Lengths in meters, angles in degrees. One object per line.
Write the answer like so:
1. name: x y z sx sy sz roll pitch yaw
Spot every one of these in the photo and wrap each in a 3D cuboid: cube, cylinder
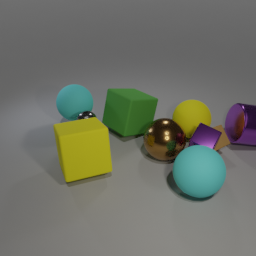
1. cube: 2.832 0.387 9.408 0.700 0.700 0.700 -23 -5 -19
2. cube: 0.061 -0.640 10.623 1.400 1.400 1.400 -7 27 -42
3. cube: -1.392 0.593 8.513 1.400 1.400 1.400 -11 19 -18
4. cube: 2.302 0.394 8.440 0.700 0.700 0.700 28 70 19
5. cylinder: 4.349 -0.096 9.771 1.400 1.400 1.400 7 29 -8

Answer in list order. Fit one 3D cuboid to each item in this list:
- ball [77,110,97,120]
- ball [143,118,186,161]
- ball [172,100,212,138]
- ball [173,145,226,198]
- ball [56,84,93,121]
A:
1. ball: -1.402 -0.248 9.557 0.700 0.700 0.700 0 30 0
2. ball: 1.202 0.368 9.185 1.400 1.400 1.400 0 30 0
3. ball: 2.327 -0.334 10.248 1.400 1.400 1.400 0 30 0
4. ball: 1.925 1.168 7.603 1.400 1.400 1.400 0 30 0
5. ball: -2.032 -0.964 10.735 1.400 1.400 1.400 0 30 0
